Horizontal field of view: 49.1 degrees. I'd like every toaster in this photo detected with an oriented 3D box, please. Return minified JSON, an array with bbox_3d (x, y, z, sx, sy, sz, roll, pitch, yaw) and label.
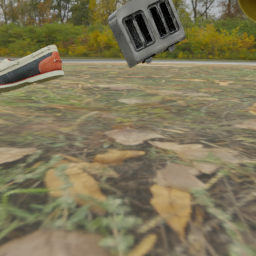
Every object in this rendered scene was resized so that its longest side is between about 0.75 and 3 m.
[{"bbox_3d":[0.613,-3.509,9.716,2.080,2.300,1.365,-29,16,-8],"label":"toaster"}]

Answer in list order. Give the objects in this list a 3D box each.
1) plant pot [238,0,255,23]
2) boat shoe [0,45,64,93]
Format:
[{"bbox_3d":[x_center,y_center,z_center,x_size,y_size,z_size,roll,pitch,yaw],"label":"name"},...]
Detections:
[{"bbox_3d":[2.911,-2.774,5.496,0.839,1.182,1.182,-37,30,-17],"label":"plant pot"},{"bbox_3d":[-2.013,-0.992,5.006,1.751,0.548,0.623,-13,6,8],"label":"boat shoe"}]
